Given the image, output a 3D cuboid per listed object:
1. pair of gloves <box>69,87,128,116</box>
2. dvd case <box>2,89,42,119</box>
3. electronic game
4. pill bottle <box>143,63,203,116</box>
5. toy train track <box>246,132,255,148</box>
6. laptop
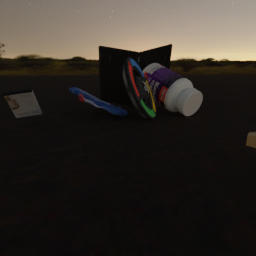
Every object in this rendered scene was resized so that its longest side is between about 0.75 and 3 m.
[{"bbox_3d":[-0.973,-0.863,8.891,1.643,0.233,2.044,20,9,-30],"label":"pair of gloves"},{"bbox_3d":[-2.763,-0.612,7.394,0.738,0.091,1.035,-10,-31,-7],"label":"dvd case"},{"bbox_3d":[0.374,-1.140,8.136,0.398,1.913,1.913,-20,6,19],"label":"electronic game"},{"bbox_3d":[1.392,-1.249,9.242,1.162,1.162,2.086,-10,36,-38],"label":"pill bottle"},{"bbox_3d":[2.435,0.320,3.654,1.640,0.941,0.267,18,41,33],"label":"toy train track"},{"bbox_3d":[0.247,-2.025,10.369,2.316,2.168,1.342,13,38,14],"label":"laptop"}]
